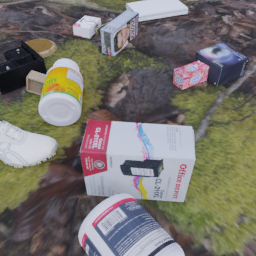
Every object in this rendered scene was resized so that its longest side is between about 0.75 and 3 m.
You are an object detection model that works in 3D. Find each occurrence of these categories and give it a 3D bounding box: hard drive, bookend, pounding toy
[{"bbox_3d":[1.507,-6.338,14.850,2.786,0.366,1.837,-15,47,-14],"label":"hard drive"},{"bbox_3d":[-4.288,-2.319,10.470,1.806,0.837,1.817,-30,51,-26],"label":"bookend"},{"bbox_3d":[-3.186,-1.558,9.841,0.767,0.834,0.593,18,46,-2],"label":"pounding toy"}]

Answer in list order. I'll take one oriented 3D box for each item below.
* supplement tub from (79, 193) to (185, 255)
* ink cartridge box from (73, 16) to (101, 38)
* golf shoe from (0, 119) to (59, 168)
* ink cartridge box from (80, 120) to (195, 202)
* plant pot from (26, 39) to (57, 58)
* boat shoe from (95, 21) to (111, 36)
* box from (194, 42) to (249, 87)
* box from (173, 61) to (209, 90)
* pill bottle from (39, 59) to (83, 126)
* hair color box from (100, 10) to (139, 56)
[{"bbox_3d":[0.138,2.386,5.314,1.423,1.423,2.028,-30,52,-26],"label":"supplement tub"},{"bbox_3d":[-1.904,-4.762,13.157,0.885,0.515,1.215,16,45,15],"label":"ink cartridge box"},{"bbox_3d":[-3.269,0.312,7.516,2.671,1.299,1.046,1,43,-1],"label":"golf shoe"},{"bbox_3d":[0.238,0.812,6.649,2.439,1.777,1.010,4,45,4],"label":"ink cartridge box"},{"bbox_3d":[-3.862,-3.487,12.094,1.528,0.210,1.528,0,45,0],"label":"plant pot"},{"bbox_3d":[-1.051,-4.708,13.169,0.447,0.485,1.359,26,49,37],"label":"boat shoe"},{"bbox_3d":[3.476,-2.422,10.564,1.385,0.861,1.397,-23,50,-20],"label":"box"},{"bbox_3d":[2.290,-1.930,10.219,1.196,0.613,0.566,-22,44,-22],"label":"box"},{"bbox_3d":[-2.103,-1.257,9.089,1.255,1.255,2.260,-3,46,-3],"label":"pill bottle"},{"bbox_3d":[-0.316,-4.129,12.102,0.667,1.089,2.199,22,49,20],"label":"hair color box"}]
